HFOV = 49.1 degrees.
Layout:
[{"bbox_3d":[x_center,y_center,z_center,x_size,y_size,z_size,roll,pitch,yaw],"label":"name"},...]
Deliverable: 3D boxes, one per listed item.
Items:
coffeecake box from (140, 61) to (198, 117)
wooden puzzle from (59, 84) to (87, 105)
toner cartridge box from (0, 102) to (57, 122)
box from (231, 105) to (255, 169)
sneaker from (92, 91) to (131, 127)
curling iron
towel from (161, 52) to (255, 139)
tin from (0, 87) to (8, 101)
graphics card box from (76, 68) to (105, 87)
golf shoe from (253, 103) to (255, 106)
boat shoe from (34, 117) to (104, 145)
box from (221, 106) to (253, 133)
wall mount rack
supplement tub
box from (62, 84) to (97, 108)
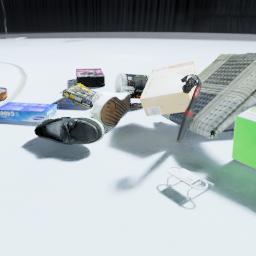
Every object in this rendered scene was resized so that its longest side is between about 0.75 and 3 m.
[{"bbox_3d":[1.222,-1.140,7.953,1.318,0.627,1.717,-7,36,25],"label":"coffeecake box"},{"bbox_3d":[-1.969,-1.286,10.827,1.140,0.198,1.690,27,29,15],"label":"wooden puzzle"},{"bbox_3d":[-3.258,-0.523,9.024,1.711,0.369,0.813,4,24,10],"label":"toner cartridge box"},{"bbox_3d":[3.879,0.204,5.920,2.131,1.168,2.415,-24,34,-34],"label":"box"},{"bbox_3d":[-0.744,-0.612,8.621,1.110,0.954,2.621,6,12,14],"label":"sneaker"},{"bbox_3d":[1.388,-0.411,6.611,0.256,2.005,0.497,-22,46,-23],"label":"curling iron"},{"bbox_3d":[2.502,-1.014,7.663,2.924,0.505,2.816,-43,21,-4],"label":"towel"},{"bbox_3d":[-5.705,-1.275,10.817,2.046,0.428,1.145,0,19,0],"label":"tin"},{"bbox_3d":[-1.826,-2.431,13.382,1.301,0.527,2.073,-3,24,-9],"label":"graphics card box"},{"bbox_3d":[4.243,-0.508,7.755,1.925,0.881,0.725,2,-6,39],"label":"golf shoe"},{"bbox_3d":[-1.556,0.079,7.027,2.006,0.750,0.665,10,17,29],"label":"boat shoe"},{"bbox_3d":[2.744,-0.442,8.322,1.260,0.794,1.281,-2,23,-10],"label":"box"},{"bbox_3d":[1.220,1.022,5.446,0.794,0.341,0.913,-20,30,-32],"label":"wall mount rack"},{"bbox_3d":[0.317,-1.493,10.126,1.458,0.893,0.893,0,22,-19],"label":"supplement tub"},{"bbox_3d":[-1.655,-1.189,10.326,1.220,0.301,0.974,22,26,10],"label":"box"}]
